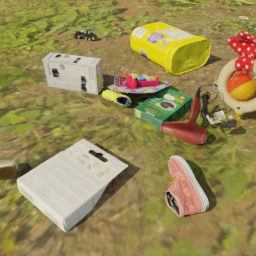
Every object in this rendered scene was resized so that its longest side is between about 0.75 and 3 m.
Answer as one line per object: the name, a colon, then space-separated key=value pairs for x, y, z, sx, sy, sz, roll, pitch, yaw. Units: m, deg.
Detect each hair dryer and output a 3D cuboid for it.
hair dryer: x=2.001 y=-0.278 z=8.509 sx=2.158 sy=0.586 sz=1.644 roll=-22 pitch=63 yaw=-4

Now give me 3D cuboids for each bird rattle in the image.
bird rattle: x=3.619 y=-1.463 z=8.404 sx=1.498 sy=2.169 sz=2.660 roll=-36 pitch=87 yaw=-41

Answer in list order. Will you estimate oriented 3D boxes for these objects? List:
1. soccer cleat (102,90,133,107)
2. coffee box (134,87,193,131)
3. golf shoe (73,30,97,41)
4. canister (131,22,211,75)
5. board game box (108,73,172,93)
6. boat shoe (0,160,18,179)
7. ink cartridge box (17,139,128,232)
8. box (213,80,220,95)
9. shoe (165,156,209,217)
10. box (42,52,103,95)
soccer cleat: x=-0.414 y=-1.085 z=9.874 sx=1.264 sy=0.409 sz=0.529 roll=23 pitch=7 yaw=24
coffee box: x=1.213 y=-0.707 z=9.518 sx=1.163 sy=0.416 sz=1.891 roll=27 pitch=46 yaw=29
golf shoe: x=-2.179 y=-4.895 z=14.603 sx=1.353 sy=0.522 sz=0.596 roll=14 pitch=34 yaw=16
canister: x=1.781 y=-3.655 z=12.465 sx=2.225 sy=1.296 sz=2.996 roll=-23 pitch=43 yaw=-26
board game box: x=0.465 y=-1.756 z=10.143 sx=1.866 sy=0.460 sz=2.362 roll=12 pitch=24 yaw=30
boat shoe: x=-3.602 y=1.097 z=7.289 sx=1.412 sy=0.509 sz=0.459 roll=-8 pitch=29 yaw=-11
ink cartridge box: x=-1.340 y=1.289 z=7.069 sx=1.750 sy=0.545 sz=2.175 roll=28 pitch=42 yaw=30
box: x=3.903 y=-1.665 z=10.707 sx=1.271 sy=0.409 sz=0.445 roll=-16 pitch=42 yaw=-20
shoe: x=1.207 y=1.366 z=6.833 sx=0.764 sy=0.600 sz=1.680 roll=-9 pitch=44 yaw=-19
box: x=-2.034 y=-2.063 z=10.549 sx=2.105 sy=1.228 sz=0.633 roll=11 pitch=40 yaw=11
